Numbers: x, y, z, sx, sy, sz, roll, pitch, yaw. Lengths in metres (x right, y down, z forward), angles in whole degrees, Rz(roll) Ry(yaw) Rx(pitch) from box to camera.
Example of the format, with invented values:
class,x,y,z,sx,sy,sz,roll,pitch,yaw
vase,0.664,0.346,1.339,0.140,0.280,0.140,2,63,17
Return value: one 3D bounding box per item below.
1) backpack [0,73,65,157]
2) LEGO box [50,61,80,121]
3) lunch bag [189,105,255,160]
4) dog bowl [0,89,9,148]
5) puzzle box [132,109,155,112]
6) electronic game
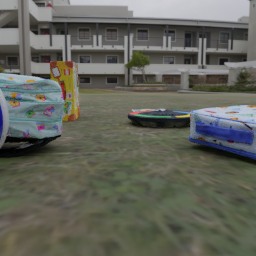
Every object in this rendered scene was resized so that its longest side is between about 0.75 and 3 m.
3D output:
class,x,y,z,sx,sy,sz,roll,pitch,yaw
backpack,-2.509,-0.352,5.656,2.376,1.504,1.982,3,15,-5
LEGO box,-2.491,-1.485,11.254,0.861,2.230,1.661,-1,9,-3
lunch bag,2.403,0.065,5.672,1.851,0.873,2.311,-8,13,-33
dog bowl,-2.756,-0.163,4.238,1.699,1.699,0.669,1,13,8
puzzle box,0.787,-0.693,12.795,1.141,0.218,1.715,0,8,-4
electronic game,1.240,-0.418,9.932,2.508,0.522,2.508,0,9,0
